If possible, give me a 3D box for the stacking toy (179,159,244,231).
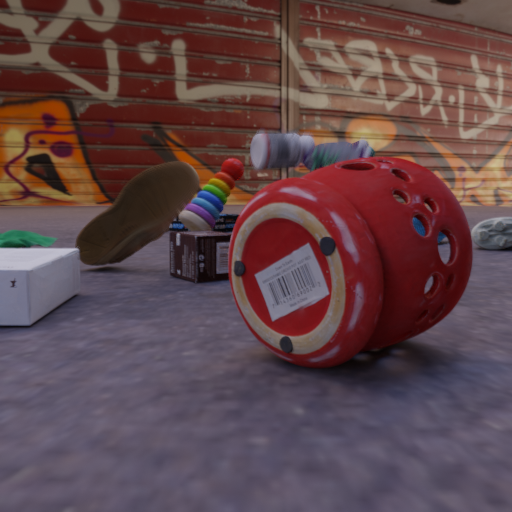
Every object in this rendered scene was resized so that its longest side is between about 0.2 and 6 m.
[{"bbox_3d":[-1.004,-1.569,14.119,0.920,2.155,0.920,31,-15,9],"label":"stacking toy"}]

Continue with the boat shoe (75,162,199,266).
[{"bbox_3d":[-1.700,-0.612,8.454,2.303,0.821,0.743,-31,-20,21],"label":"boat shoe"}]

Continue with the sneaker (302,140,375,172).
[{"bbox_3d":[1.276,-1.347,8.980,1.115,0.948,2.548,4,16,7],"label":"sneaker"}]

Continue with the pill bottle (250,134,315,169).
[{"bbox_3d":[0.460,-1.797,9.572,1.001,0.580,0.580,-6,9,-24],"label":"pill bottle"}]

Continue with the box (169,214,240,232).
[{"bbox_3d":[-1.624,-1.034,17.202,2.202,0.507,1.750,6,9,43],"label":"box"}]

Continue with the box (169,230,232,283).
[{"bbox_3d":[-0.753,-0.006,7.798,0.640,0.647,0.779,-5,8,-35],"label":"box"}]

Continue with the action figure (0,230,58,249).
[{"bbox_3d":[-3.708,0.009,7.713,1.410,0.653,2.388,0,10,-8],"label":"action figure"}]

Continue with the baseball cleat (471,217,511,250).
[{"bbox_3d":[5.753,-0.545,11.516,2.497,0.871,1.329,3,7,19],"label":"baseball cleat"}]

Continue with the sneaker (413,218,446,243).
[{"bbox_3d":[3.848,-0.585,12.943,0.815,0.772,2.018,-18,-7,41],"label":"sneaker"}]

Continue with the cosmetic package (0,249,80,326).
[{"bbox_3d":[-3.139,0.271,5.716,2.241,0.579,1.690,0,5,-2],"label":"cosmetic package"}]

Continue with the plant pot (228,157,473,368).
[{"bbox_3d":[0.624,0.016,4.158,1.348,1.480,1.480,-11,12,-44],"label":"plant pot"}]
